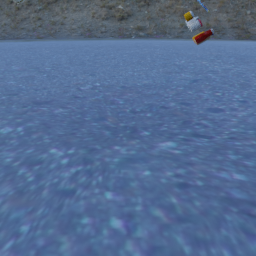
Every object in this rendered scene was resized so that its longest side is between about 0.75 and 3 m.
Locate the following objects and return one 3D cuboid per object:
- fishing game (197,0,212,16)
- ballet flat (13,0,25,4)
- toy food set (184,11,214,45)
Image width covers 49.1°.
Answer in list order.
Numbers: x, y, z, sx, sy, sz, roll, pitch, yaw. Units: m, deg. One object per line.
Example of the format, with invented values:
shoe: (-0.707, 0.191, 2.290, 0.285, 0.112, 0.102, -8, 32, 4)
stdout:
fishing game: (2.488, -4.130, 9.312, 0.631, 0.137, 0.881, 10, 44, -55)
ballet flat: (-2.836, -3.450, 6.753, 2.761, 0.972, 0.930, 6, -11, 21)
toy food set: (2.346, -3.211, 8.993, 0.661, 1.469, 0.701, -27, 59, 15)
